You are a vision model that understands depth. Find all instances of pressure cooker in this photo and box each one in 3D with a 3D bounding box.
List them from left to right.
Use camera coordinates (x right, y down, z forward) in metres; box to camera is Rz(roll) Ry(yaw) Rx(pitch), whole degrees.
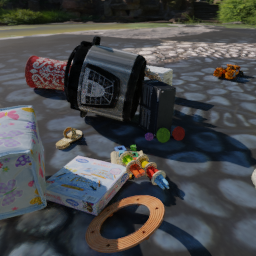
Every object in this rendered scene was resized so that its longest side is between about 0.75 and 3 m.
[{"bbox_3d":[-0.885,-1.560,9.551,2.689,2.402,2.365,16,64,7],"label":"pressure cooker"}]

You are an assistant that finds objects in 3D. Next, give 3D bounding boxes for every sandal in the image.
[{"bbox_3d":[-1.745,0.177,8.392,0.458,0.410,1.248,8,26,17],"label":"sandal"}]

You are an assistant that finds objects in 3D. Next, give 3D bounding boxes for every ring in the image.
[{"bbox_3d":[-0.042,1.690,5.004,1.499,0.144,1.499,-20,13,5],"label":"ring"}]

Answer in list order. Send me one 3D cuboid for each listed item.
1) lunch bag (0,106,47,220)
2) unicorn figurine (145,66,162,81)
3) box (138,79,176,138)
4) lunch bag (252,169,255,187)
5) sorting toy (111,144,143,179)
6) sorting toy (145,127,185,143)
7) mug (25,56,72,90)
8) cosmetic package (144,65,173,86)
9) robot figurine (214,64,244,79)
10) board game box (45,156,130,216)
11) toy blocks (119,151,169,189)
[{"bbox_3d":[-3.087,0.763,5.642,2.630,1.672,2.230,-10,29,-14],"label":"lunch bag"},{"bbox_3d":[0.237,-1.763,11.214,1.787,2.602,0.961,34,47,0],"label":"unicorn figurine"},{"bbox_3d":[0.878,-0.626,8.732,0.612,1.553,1.096,-9,27,-24],"label":"box"},{"bbox_3d":[3.060,1.169,5.555,0.931,1.121,1.336,43,30,-8],"label":"lunch bag"},{"bbox_3d":[-0.004,0.787,7.331,0.871,0.211,1.548,-2,26,-5],"label":"sorting toy"},{"bbox_3d":[1.071,0.203,8.513,1.262,0.438,0.435,-6,3,-17],"label":"sorting toy"},{"bbox_3d":[-3.299,-2.567,13.072,2.219,1.480,1.969,9,28,10],"label":"mug"},{"bbox_3d":[0.695,-2.099,12.325,2.382,1.211,0.882,18,31,31],"label":"cosmetic package"},{"bbox_3d":[5.448,-3.051,15.099,1.350,0.542,1.862,21,32,34],"label":"robot figurine"},{"bbox_3d":[-0.935,1.204,6.270,1.478,0.304,1.475,10,27,25],"label":"board game box"},{"bbox_3d":[0.394,0.999,6.381,0.894,0.390,1.073,14,18,-38],"label":"toy blocks"}]
